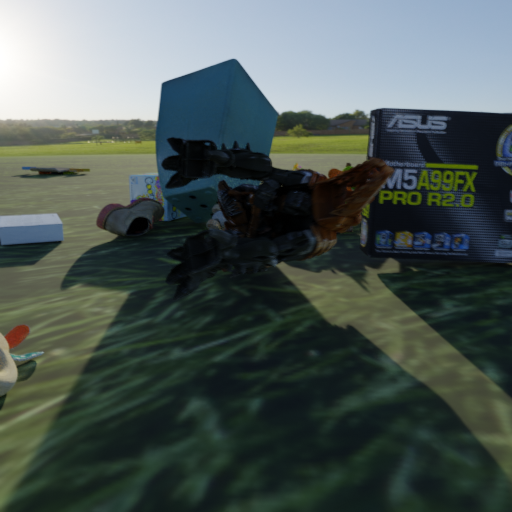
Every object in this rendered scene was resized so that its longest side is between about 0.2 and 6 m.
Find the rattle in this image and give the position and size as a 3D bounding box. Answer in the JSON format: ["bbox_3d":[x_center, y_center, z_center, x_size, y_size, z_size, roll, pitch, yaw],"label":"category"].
[{"bbox_3d":[-2.500,1.008,4.781,0.868,0.952,1.333,32,-5,-7],"label":"rattle"}]

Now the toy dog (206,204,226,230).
[{"bbox_3d":[-0.465,-0.688,11.518,1.182,0.569,0.779,22,69,44],"label":"toy dog"}]

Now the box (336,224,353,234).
[{"bbox_3d":[1.723,-0.713,11.848,0.510,0.419,0.423,-8,15,-32],"label":"box"}]

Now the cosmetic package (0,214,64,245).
[{"bbox_3d":[-4.516,-0.556,11.232,1.129,0.387,1.498,-7,14,-22],"label":"cosmetic package"}]

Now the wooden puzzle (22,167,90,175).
[{"bbox_3d":[-9.622,-4.080,26.925,2.856,0.334,1.927,7,10,27],"label":"wooden puzzle"}]

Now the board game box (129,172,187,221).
[{"bbox_3d":[-2.104,-1.547,13.974,1.069,1.089,2.076,5,13,23],"label":"board game box"}]

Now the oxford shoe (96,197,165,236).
[{"bbox_3d":[-2.434,-0.716,11.736,0.770,0.725,2.058,29,23,15],"label":"oxford shoe"}]

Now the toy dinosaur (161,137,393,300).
[{"bbox_3d":[0.227,-0.635,7.334,2.607,1.962,3.841,2,-31,-29],"label":"toy dinosaur"}]

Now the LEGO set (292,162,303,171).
[{"bbox_3d":[1.193,-1.744,14.135,0.824,1.019,2.215,22,8,4],"label":"LEGO set"}]

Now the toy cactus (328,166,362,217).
[{"bbox_3d":[2.743,-1.150,12.639,2.791,1.427,2.303,-7,33,-38],"label":"toy cactus"}]

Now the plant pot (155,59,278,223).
[{"bbox_3d":[-0.970,-2.395,12.735,2.094,2.962,2.092,-8,-28,29],"label":"plant pot"}]

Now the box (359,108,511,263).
[{"bbox_3d":[3.165,-1.088,8.803,2.876,2.304,0.637,3,12,-1],"label":"box"}]

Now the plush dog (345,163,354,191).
[{"bbox_3d":[2.300,-1.710,15.099,1.545,1.240,1.327,-1,-13,-12],"label":"plush dog"}]
